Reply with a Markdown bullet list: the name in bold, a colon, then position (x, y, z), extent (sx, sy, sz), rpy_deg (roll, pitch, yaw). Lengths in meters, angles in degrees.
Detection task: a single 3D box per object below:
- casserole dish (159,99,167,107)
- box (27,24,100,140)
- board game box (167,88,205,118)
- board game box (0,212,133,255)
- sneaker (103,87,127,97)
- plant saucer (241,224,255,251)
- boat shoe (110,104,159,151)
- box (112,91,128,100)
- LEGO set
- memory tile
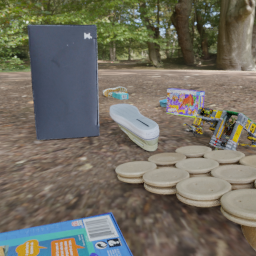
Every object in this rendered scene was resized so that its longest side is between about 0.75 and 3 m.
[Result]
- **casserole dish**: position (1.943, -1.116, 12.492), extent (0.828, 0.265, 1.366), rpy_deg (10, 18, 33)
- **box**: position (-1.928, -1.451, 8.397), extent (1.735, 2.907, 2.956), rpy_deg (-4, 15, -15)
- **board game box**: position (2.102, -0.932, 10.363), extent (1.414, 0.950, 0.316), rpy_deg (13, 19, 42)
- **board game box**: position (-1.038, 1.445, 1.823), extent (2.455, 0.552, 1.867), rpy_deg (-4, 15, -17)
- **sneaker**: position (-0.743, -2.052, 15.619), extent (1.410, 0.533, 0.618), rpy_deg (-6, 15, -26)
- **plant saucer**: position (2.323, 1.191, 3.316), extent (1.812, 0.321, 1.812), rpy_deg (0, 14, 0)
- **boat shoe**: position (0.085, -0.061, 7.017), extent (0.725, 0.624, 2.013), rpy_deg (-14, 29, -21)
- **box**: position (-0.411, -1.725, 14.823), extent (0.478, 0.286, 1.162), rpy_deg (-6, 16, -23)
- **LEGO set**: position (2.234, 0.198, 6.638), extent (1.700, 0.985, 1.307), rpy_deg (20, -5, 46)
- **memory tile**: position (1.407, 0.738, 4.499), extent (2.246, 0.246, 2.930), rpy_deg (-12, 10, -35)
